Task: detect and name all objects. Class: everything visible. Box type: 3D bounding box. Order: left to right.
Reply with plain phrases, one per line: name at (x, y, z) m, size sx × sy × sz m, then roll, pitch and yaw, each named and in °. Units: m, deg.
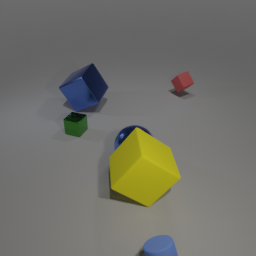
cube at (-2.113, -0.152, 11.367) m, size 0.700 × 0.700 × 0.700 m, roll 12°, pitch 34°, yaw 17°
cube at (-1.985, -1.845, 12.803) m, size 1.400 × 1.400 × 1.400 m, roll -17°, pitch 31°, yaw 30°
ball at (0.227, 0.598, 9.503) m, size 1.400 × 1.400 × 1.400 m, roll 0°, pitch 32°, yaw 0°
cube at (0.429, 1.137, 8.159) m, size 1.400 × 1.400 × 1.400 m, roll 31°, pitch 24°, yaw -23°
cylinder at (0.755, 2.862, 6.194) m, size 0.700 × 0.700 × 0.700 m, roll -16°, pitch 5°, yaw 1°
cube at (2.734, -2.314, 14.045) m, size 0.700 × 0.700 × 0.700 m, roll -24°, pitch -5°, yaw -24°
